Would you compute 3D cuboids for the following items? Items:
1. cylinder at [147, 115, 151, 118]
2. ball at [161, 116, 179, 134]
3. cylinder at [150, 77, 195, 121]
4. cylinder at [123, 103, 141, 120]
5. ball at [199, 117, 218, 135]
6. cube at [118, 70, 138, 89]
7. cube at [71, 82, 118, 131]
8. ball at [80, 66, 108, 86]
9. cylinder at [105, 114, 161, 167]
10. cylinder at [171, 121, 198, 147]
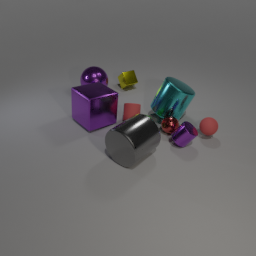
[{"bbox_3d":[0.559,-0.071,11.001,0.700,0.700,0.700,0,32,0],"label":"cylinder"},{"bbox_3d":[1.659,-0.131,11.023,0.700,0.700,0.700,0,33,0],"label":"ball"},{"bbox_3d":[1.856,-1.194,11.694,1.400,1.400,1.400,23,27,-12],"label":"cylinder"},{"bbox_3d":[0.163,-0.656,11.669,0.700,0.700,0.700,4,0,0],"label":"cylinder"},{"bbox_3d":[3.086,-0.064,10.700,0.700,0.700,0.700,0,33,0],"label":"ball"},{"bbox_3d":[-0.013,-2.518,14.575,0.700,0.700,0.700,-18,-2,-26],"label":"cube"},{"bbox_3d":[-1.385,-0.925,11.559,1.400,1.400,1.400,-19,37,-35],"label":"cube"},{"bbox_3d":[-1.674,-2.363,13.946,1.400,1.400,1.400,0,33,0],"label":"ball"},{"bbox_3d":[0.168,0.405,9.599,1.400,1.400,1.400,25,40,33],"label":"cylinder"},{"bbox_3d":[2.073,0.227,10.273,0.700,0.700,0.700,27,37,-22],"label":"cylinder"}]
